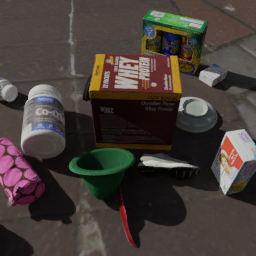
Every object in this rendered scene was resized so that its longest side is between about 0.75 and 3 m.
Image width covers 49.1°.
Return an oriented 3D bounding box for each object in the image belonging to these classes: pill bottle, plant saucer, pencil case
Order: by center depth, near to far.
[{"bbox_3d":[-3.793,1.403,9.153,1.127,1.092,2.406,-40,57,-14],"label":"pencil case"},{"bbox_3d":[-3.077,-0.307,10.303,1.469,1.469,2.583,-8,50,-7],"label":"pill bottle"},{"bbox_3d":[2.638,-0.677,11.268,1.966,0.493,1.966,0,50,0],"label":"plant saucer"},{"bbox_3d":[-5.481,-1.693,11.853,1.532,0.917,0.917,23,53,19],"label":"pill bottle"}]

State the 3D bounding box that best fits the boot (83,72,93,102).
[{"bbox_3d":[-0.599,-1.745,11.352,1.790,0.901,2.395,23,55,10],"label":"boot"}]

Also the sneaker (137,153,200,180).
[{"bbox_3d":[1.393,1.219,9.475,2.088,0.772,0.828,6,45,6],"label":"sneaker"}]

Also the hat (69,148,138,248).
[{"bbox_3d":[-0.734,2.099,9.071,2.108,2.240,2.545,-3,15,6],"label":"hat"}]

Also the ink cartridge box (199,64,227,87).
[{"bbox_3d":[3.880,-2.416,12.789,1.041,0.441,0.752,-32,56,-26],"label":"ink cartridge box"}]

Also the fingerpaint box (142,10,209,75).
[{"bbox_3d":[2.029,-3.897,12.862,2.714,2.265,0.996,20,52,17],"label":"fingerpaint box"}]

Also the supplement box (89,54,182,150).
[{"bbox_3d":[0.247,-0.845,9.845,2.797,2.836,1.883,2,49,2],"label":"supplement box"}]

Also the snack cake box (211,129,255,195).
[{"bbox_3d":[3.331,1.102,8.766,0.651,1.939,1.115,-9,50,-10],"label":"snack cake box"}]
